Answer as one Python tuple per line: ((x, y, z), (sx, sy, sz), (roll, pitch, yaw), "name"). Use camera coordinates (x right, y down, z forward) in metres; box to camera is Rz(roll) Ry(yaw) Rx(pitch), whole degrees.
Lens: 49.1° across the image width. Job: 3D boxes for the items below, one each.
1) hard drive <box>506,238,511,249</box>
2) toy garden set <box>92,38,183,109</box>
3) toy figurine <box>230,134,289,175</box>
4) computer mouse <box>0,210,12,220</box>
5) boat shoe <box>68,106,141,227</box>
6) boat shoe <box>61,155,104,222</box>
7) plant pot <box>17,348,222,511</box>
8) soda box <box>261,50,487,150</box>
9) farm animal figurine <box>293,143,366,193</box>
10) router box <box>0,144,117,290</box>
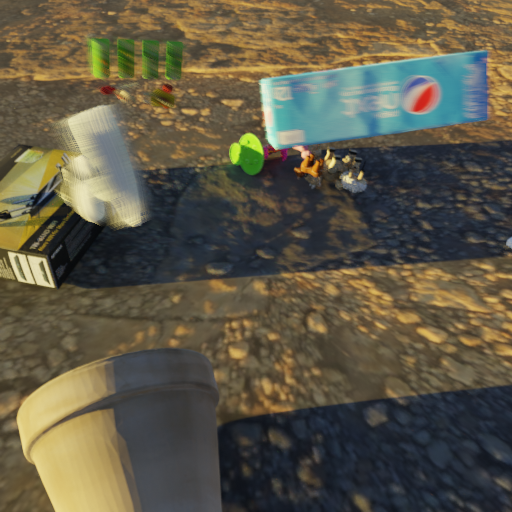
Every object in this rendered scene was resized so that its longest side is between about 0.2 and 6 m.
((6.144, -0.075, 11.750), (0.934, 0.189, 1.416), (-24, 46, -25), "hard drive")
((-2.486, -3.777, 11.861), (1.814, 1.512, 0.362), (-4, 50, -16), "toy garden set")
((0.205, -2.680, 14.491), (1.251, 1.020, 1.359), (-16, 16, -37), "toy figurine")
((-5.491, -1.103, 11.364), (0.803, 0.321, 1.464), (-21, 50, -16), "computer mouse")
((-2.228, -1.248, 8.325), (0.717, 2.014, 0.703), (-14, 41, -4), "boat shoe")
((-3.273, -1.172, 10.424), (0.587, 0.652, 1.845), (-27, 43, 2), "boat shoe")
((-1.486, 2.748, 6.990), (2.582, 2.582, 2.240), (-13, 59, -15), "plant pot")
((2.056, -2.801, 10.022), (3.764, 1.208, 1.277), (-8, 18, -3), "soda box")
((1.675, -2.168, 13.679), (1.934, 1.020, 1.956), (14, 35, -3), "farm animal figurine")
((-4.801, -1.019, 12.239), (2.878, 0.956, 3.661), (9, 41, 10), "router box")
